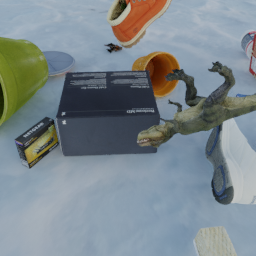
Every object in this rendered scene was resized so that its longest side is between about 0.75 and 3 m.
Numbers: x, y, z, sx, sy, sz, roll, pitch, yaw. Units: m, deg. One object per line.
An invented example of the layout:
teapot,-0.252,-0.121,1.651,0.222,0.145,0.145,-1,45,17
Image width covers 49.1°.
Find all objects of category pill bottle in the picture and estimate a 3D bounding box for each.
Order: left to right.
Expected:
pill bottle,5.845,-3.927,13.026,1.013,1.013,1.694,2,38,2

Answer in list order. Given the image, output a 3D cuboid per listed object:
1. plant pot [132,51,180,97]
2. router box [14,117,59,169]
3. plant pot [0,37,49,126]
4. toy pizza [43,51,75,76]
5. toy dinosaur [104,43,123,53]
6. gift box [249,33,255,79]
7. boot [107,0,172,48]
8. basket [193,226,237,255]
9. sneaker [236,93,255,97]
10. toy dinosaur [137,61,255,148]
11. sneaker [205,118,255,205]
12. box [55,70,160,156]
plant pot,0.882,-2.072,10.409,1.577,1.577,1.443,-18,25,-21
router box,-2.435,0.384,7.608,0.306,0.920,1.170,20,43,24
plant pot,-4.140,-1.723,9.090,2.926,2.926,2.817,14,28,17
toy pizza,-3.403,-2.694,11.981,2.276,0.361,2.276,1,38,-1
toy dinosaur,-0.737,-3.887,13.561,0.923,0.472,0.627,-2,19,28
gift box,5.985,-2.579,10.694,1.926,1.903,2.062,-4,38,4
boot,0.419,-3.970,8.797,1.019,1.456,2.715,37,92,31
basket,1.683,2.387,5.370,0.592,0.539,0.873,-4,38,-6
sneaker,4.386,-1.061,9.781,1.148,0.512,0.451,15,40,19
toy dinosaur,1.189,-0.388,4.184,2.560,1.128,0.608,-14,27,29
sneaker,2.773,0.784,7.223,1.266,1.083,2.907,12,45,-3
box,-0.574,-0.517,8.347,2.701,1.406,2.459,-2,38,-2
